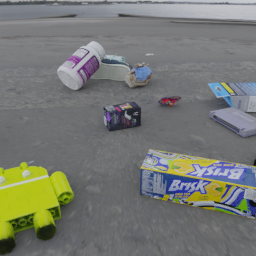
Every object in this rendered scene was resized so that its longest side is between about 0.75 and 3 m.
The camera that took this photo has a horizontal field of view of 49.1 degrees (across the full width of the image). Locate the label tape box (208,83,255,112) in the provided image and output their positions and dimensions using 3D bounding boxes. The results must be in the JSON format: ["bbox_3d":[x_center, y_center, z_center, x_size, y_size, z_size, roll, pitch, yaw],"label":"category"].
[{"bbox_3d":[4.308,-1.199,10.783,2.203,0.728,1.579,-1,26,2],"label":"label tape box"}]

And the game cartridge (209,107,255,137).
[{"bbox_3d":[3.671,-0.227,9.325,1.090,0.323,1.682,-7,27,-23],"label":"game cartridge"}]

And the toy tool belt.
[{"bbox_3d":[0.635,-2.520,12.891,1.594,0.980,0.995,-27,68,-33],"label":"toy tool belt"}]

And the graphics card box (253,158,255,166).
[{"bbox_3d":[3.893,0.943,6.911,1.322,0.336,0.829,20,33,36],"label":"graphics card box"}]

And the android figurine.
[{"bbox_3d":[-2.262,1.448,5.773,2.123,0.479,2.333,-11,31,-21],"label":"android figurine"}]

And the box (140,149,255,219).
[{"bbox_3d":[1.507,1.147,6.018,2.396,0.770,0.839,9,28,15],"label":"box"}]

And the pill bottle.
[{"bbox_3d":[-2.019,-2.870,12.639,1.249,1.249,2.224,19,59,34],"label":"pill bottle"}]

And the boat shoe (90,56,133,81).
[{"bbox_3d":[-1.198,-3.062,14.055,2.960,1.108,0.915,7,29,12],"label":"boat shoe"}]

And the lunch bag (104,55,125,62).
[{"bbox_3d":[-0.927,-3.781,16.087,1.481,0.571,1.188,12,29,23],"label":"lunch bag"}]

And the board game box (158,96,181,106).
[{"bbox_3d":[1.595,-0.992,10.689,0.897,0.175,0.709,-7,-16,-3],"label":"board game box"}]

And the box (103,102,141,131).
[{"bbox_3d":[-0.185,-0.387,9.174,1.113,0.680,0.590,-10,28,-19],"label":"box"}]
